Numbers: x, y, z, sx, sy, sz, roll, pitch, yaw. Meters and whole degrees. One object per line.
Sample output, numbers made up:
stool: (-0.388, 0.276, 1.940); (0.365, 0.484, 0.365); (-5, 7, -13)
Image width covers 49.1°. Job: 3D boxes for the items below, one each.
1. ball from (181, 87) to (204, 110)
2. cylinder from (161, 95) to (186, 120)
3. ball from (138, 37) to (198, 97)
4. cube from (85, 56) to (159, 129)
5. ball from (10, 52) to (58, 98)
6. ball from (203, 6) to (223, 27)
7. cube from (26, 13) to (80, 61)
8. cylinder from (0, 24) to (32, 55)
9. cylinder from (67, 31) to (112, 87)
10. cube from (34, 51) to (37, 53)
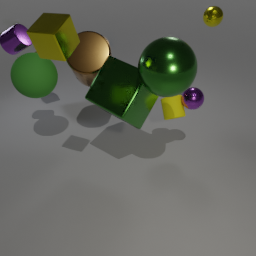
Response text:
ball: (2.017, -0.919, 8.730); (0.700, 0.700, 0.700); (0, 32, 0)
cylinder: (1.464, -0.660, 9.097); (0.700, 0.700, 0.700); (-10, -1, 0)
ball: (0.932, -1.431, 6.651); (1.400, 1.400, 1.400); (0, 32, 0)
cube: (-0.094, -0.992, 8.125); (1.400, 1.400, 1.400); (29, 0, 26)
ball: (-2.905, -1.629, 8.725); (1.400, 1.400, 1.400); (0, 32, 0)
ball: (3.020, -3.955, 9.943); (0.700, 0.700, 0.700); (0, 32, 0)
cube: (-1.570, -1.944, 5.980); (0.700, 0.700, 0.700); (12, 57, 21)
cylinder: (-3.390, -2.681, 8.498); (0.700, 0.700, 0.700); (-19, 24, 27)
cylinder: (-1.206, -2.199, 9.152); (1.400, 1.400, 1.400); (1, -8, 1)
cube: (-3.586, -2.667, 11.345); (0.700, 0.700, 0.700); (-30, 37, -9)
